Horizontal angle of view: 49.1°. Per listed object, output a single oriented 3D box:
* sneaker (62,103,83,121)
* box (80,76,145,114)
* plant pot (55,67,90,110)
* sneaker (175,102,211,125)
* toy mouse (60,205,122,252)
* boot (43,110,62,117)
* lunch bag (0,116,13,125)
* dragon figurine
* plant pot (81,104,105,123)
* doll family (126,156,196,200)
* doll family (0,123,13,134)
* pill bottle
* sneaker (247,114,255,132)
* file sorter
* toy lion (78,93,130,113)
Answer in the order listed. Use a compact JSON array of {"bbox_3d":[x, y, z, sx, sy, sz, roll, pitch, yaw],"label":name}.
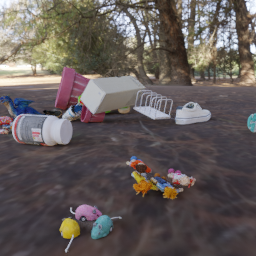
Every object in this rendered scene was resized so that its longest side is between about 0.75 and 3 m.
[{"bbox_3d":[-2.512,-0.684,13.056,0.791,0.684,1.825,-33,-3,15],"label":"sneaker"},{"bbox_3d":[-0.592,-1.536,12.435,1.006,1.209,2.943,47,33,19],"label":"box"},{"bbox_3d":[-3.026,-2.200,16.900,2.246,2.509,2.509,12,7,-16],"label":"plant pot"},{"bbox_3d":[3.030,-0.729,12.664,0.900,0.873,2.465,9,14,40],"label":"sneaker"},{"bbox_3d":[-0.517,1.301,4.019,0.919,0.200,1.034,-4,12,-21],"label":"toy mouse"},{"bbox_3d":[-3.714,-0.741,13.769,0.853,0.330,0.590,-7,-17,35],"label":"boot"},{"bbox_3d":[-5.347,-0.337,12.117,0.680,0.316,0.772,-8,13,-35],"label":"lunch bag"},{"bbox_3d":[-4.794,-0.979,12.907,2.566,1.276,0.755,-10,15,-43],"label":"dragon figurine"},{"bbox_3d":[-1.534,-0.670,12.442,0.886,0.990,0.990,12,6,-23],"label":"plant pot"},{"bbox_3d":[0.545,0.992,5.072,1.317,0.593,0.817,16,2,-8],"label":"doll family"},{"bbox_3d":[-4.283,-0.055,10.347,0.608,0.441,0.979,8,14,35],"label":"doll family"},{"bbox_3d":[-2.578,0.064,8.492,1.591,0.922,0.922,4,12,17],"label":"pill bottle"},{"bbox_3d":[5.550,-0.159,9.948,1.050,0.893,2.302,-4,12,-38],"label":"sneaker"},{"bbox_3d":[1.057,-0.980,11.611,0.933,0.837,1.344,-6,26,-39],"label":"file sorter"},{"bbox_3d":[-1.309,-1.710,15.476,2.794,1.001,2.915,-3,38,1],"label":"toy lion"}]
